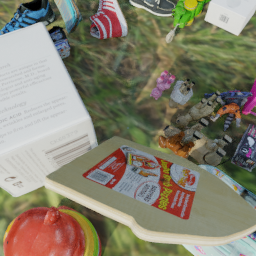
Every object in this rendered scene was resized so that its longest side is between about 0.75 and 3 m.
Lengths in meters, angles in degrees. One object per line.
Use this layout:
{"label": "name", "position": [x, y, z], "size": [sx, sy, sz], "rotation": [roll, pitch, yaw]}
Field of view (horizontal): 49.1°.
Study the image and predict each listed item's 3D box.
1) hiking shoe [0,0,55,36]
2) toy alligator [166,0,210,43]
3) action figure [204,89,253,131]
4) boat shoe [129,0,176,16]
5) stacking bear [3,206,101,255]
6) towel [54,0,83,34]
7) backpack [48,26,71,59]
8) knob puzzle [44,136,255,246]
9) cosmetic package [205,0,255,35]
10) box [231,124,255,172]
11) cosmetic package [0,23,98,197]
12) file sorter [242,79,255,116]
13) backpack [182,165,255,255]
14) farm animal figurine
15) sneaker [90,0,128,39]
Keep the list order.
{"label": "hiking shoe", "position": [-3.394, -3.438, 8.876], "size": [0.842, 0.981, 2.262], "rotation": [37, 69, 18]}
{"label": "toy alligator", "position": [1.805, -3.806, 9.166], "size": [0.730, 0.798, 2.692], "rotation": [36, 69, 16]}
{"label": "action figure", "position": [2.730, -0.595, 7.801], "size": [1.308, 0.684, 1.265], "rotation": [10, 53, 38]}
{"label": "boat shoe", "position": [0.848, -4.351, 9.592], "size": [1.744, 0.526, 0.659], "rotation": [18, 65, 9]}
{"label": "stacking bear", "position": [-1.334, 2.146, 5.102], "size": [1.547, 2.720, 1.652], "rotation": [22, 65, 10]}
{"label": "towel", "position": [-2.073, -4.066, 8.237], "size": [0.253, 1.708, 2.329], "rotation": [-28, 103, -15]}
{"label": "backpack", "position": [-2.249, -2.460, 8.490], "size": [0.931, 0.977, 0.753], "rotation": [-19, 78, -6]}
{"label": "knob puzzle", "position": [0.586, 1.042, 4.481], "size": [3.163, 3.163, 0.439], "rotation": [18, 106, 9]}
{"label": "cosmetic package", "position": [3.454, -3.944, 9.247], "size": [1.256, 0.775, 1.260], "rotation": [33, 68, 15]}
{"label": "box", "position": [3.097, 0.497, 7.099], "size": [0.555, 0.639, 0.968], "rotation": [27, 67, 17]}
{"label": "cosmetic package", "position": [-2.325, -0.363, 6.569], "size": [2.338, 2.336, 2.834], "rotation": [-24, 65, -12]}
{"label": "file sorter", "position": [4.392, -1.332, 7.519], "size": [1.430, 1.585, 2.281], "rotation": [27, 66, 10]}
{"label": "backpack", "position": [1.834, 1.881, 5.720], "size": [1.646, 1.887, 2.147], "rotation": [-36, 63, -19]}
{"label": "farm animal figurine", "position": [1.480, -0.149, 7.238], "size": [1.921, 1.196, 2.379], "rotation": [7, 59, -18]}
{"label": "sneaker", "position": [-0.864, -3.755, 9.187], "size": [1.146, 0.726, 2.038], "rotation": [-18, 67, -12]}
